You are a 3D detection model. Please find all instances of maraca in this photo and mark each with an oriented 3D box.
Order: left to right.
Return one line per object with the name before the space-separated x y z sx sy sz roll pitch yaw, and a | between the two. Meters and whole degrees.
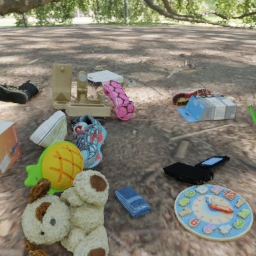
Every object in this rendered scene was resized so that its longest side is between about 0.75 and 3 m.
maraca | -1.700 1.002 6.673 0.907 1.162 1.695 -16 17 39

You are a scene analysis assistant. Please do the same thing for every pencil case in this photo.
pencil case | -0.433 -1.255 11.755 0.948 0.919 2.024 18 26 -36

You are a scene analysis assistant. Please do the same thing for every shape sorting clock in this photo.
shape sorting clock | 1.956 1.870 6.484 1.736 0.341 1.736 0 25 0

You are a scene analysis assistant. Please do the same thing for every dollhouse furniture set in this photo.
dollhouse furniture set | -1.949 -1.600 11.504 2.093 1.793 2.200 -1 16 -20

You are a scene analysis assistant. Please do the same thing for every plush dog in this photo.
plush dog | -1.282 1.776 5.604 1.587 1.847 1.482 3 -10 -17

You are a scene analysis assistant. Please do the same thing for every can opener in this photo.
can opener | -1.548 -0.216 10.867 1.364 0.536 0.432 -4 0 -21

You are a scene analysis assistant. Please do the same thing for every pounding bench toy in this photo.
pounding bench toy | 4.888 -0.304 9.903 1.578 1.231 0.980 7 -8 14

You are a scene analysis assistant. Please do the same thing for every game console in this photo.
game console | 2.077 1.100 8.005 2.064 0.249 1.217 -15 17 -38

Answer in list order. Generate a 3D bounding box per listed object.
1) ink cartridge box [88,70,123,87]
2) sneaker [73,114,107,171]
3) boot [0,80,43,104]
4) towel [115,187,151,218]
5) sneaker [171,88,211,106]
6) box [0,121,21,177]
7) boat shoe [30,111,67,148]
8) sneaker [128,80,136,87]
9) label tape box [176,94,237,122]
ink cartridge box | -1.565 -2.887 16.419 1.914 0.389 1.911 -16 30 -30
sneaker | -1.346 0.407 8.321 0.925 1.114 2.332 -23 28 15
boot | -5.474 -1.874 13.830 2.137 0.782 1.609 12 29 16
towel | 0.107 1.773 6.816 0.528 0.230 0.946 -14 29 -29
sneaker | 2.957 -1.571 13.227 1.978 0.770 0.812 -4 25 -9
box | -3.907 0.648 8.036 0.840 1.203 1.581 3 26 7
boat shoe | -2.532 0.150 9.554 1.020 0.879 2.834 -43 11 9
sneaker | 0.242 -2.566 15.826 0.296 0.325 0.792 9 27 18
label tape box | 3.299 -0.888 11.915 2.069 0.655 1.492 -4 26 -10
